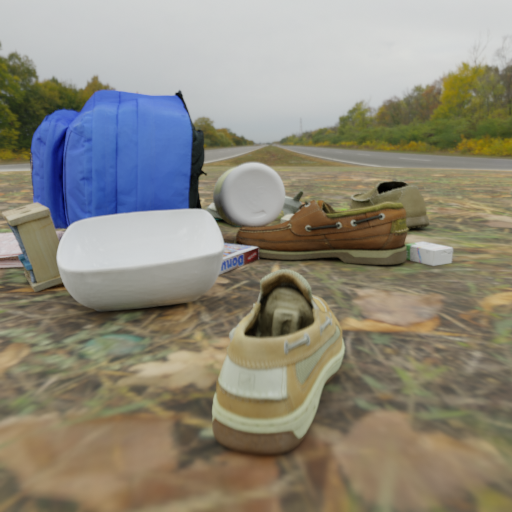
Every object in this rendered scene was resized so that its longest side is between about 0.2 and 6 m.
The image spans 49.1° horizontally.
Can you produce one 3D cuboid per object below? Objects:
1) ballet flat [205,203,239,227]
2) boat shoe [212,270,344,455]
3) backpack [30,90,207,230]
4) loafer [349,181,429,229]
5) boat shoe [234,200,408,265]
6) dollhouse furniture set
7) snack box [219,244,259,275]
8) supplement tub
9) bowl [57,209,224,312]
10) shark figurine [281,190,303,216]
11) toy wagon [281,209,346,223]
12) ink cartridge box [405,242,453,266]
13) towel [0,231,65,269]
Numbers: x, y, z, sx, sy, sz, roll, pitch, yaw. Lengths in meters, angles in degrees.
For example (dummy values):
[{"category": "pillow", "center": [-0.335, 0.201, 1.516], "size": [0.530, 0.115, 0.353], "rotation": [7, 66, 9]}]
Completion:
[{"category": "ballet flat", "center": [-0.828, -1.321, 15.989], "size": [0.795, 0.751, 2.359], "rotation": [-7, 13, -32]}, {"category": "boat shoe", "center": [0.331, 0.671, 5.398], "size": [1.056, 1.122, 2.947], "rotation": [2, 12, 8]}, {"category": "backpack", "center": [-2.702, -1.498, 11.164], "size": [3.346, 3.240, 3.987], "rotation": [-6, 23, -16]}, {"category": "loafer", "center": [3.783, -1.554, 15.951], "size": [1.363, 1.209, 3.584], "rotation": [-4, 12, -18]}, {"category": "boat shoe", "center": [1.232, -0.565, 11.155], "size": [3.490, 1.186, 1.256], "rotation": [1, 13, 16]}, {"category": "dollhouse furniture set", "center": [-4.052, -0.004, 8.889], "size": [1.708, 1.204, 1.197], "rotation": [-21, 19, -24]}, {"category": "snack box", "center": [-0.890, 0.114, 10.152], "size": [0.870, 0.294, 2.421], "rotation": [6, 13, 28]}, {"category": "supplement tub", "center": [-0.225, -1.341, 12.661], "size": [1.397, 1.397, 1.927], "rotation": [-2, 6, -12]}, {"category": "bowl", "center": [-1.671, 0.068, 8.290], "size": [2.304, 0.860, 2.301], "rotation": [-5, 22, -11]}, {"category": "shark figurine", "center": [0.617, -1.363, 16.426], "size": [2.101, 0.877, 1.255], "rotation": [5, -24, -15]}, {"category": "toy wagon", "center": [1.988, -0.816, 14.142], "size": [2.639, 0.522, 2.048], "rotation": [4, 13, 14]}, {"category": "ink cartridge box", "center": [3.338, -0.045, 10.875], "size": [0.545, 0.316, 0.753], "rotation": [-7, 14, -31]}, {"category": "towel", "center": [-5.019, -0.162, 11.299], "size": [2.311, 0.390, 2.419], "rotation": [-2, 13, -11]}]
